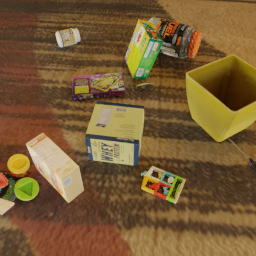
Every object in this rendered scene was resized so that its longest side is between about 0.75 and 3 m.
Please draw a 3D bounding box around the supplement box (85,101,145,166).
[{"bbox_3d":[-0.419,0.170,10.268,1.880,1.262,1.878,6,48,6],"label":"supplement box"}]

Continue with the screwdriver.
[{"bbox_3d":[4.333,1.010,10.217,0.267,0.256,1.832,5,38,-39],"label":"screwdriver"}]

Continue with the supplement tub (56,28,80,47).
[{"bbox_3d":[-3.235,-4.899,15.149,1.148,0.831,0.831,-21,51,-18],"label":"supplement tub"}]

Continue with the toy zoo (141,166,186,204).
[{"bbox_3d":[1.104,1.859,9.499,1.459,0.149,0.957,20,51,17],"label":"toy zoo"}]

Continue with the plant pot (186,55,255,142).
[{"bbox_3d":[3.743,-0.974,10.701,2.461,2.170,2.460,-24,52,-20],"label":"plant pot"}]

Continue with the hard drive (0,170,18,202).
[{"bbox_3d":[-4.133,1.982,9.345,1.137,0.215,0.794,27,53,22],"label":"hard drive"}]

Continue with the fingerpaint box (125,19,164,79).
[{"bbox_3d":[0.694,-3.654,13.118,0.770,2.100,1.752,4,44,-24],"label":"fingerpaint box"}]

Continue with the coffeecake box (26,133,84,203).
[{"bbox_3d":[-2.356,1.288,9.130,0.692,1.454,1.894,-37,57,-28],"label":"coffeecake box"}]

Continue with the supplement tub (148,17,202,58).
[{"bbox_3d":[2.255,-4.549,14.295,2.672,1.637,1.637,21,51,18],"label":"supplement tub"}]

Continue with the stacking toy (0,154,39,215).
[{"bbox_3d":[-3.872,1.906,9.164,1.755,0.741,1.589,-29,77,-35],"label":"stacking toy"}]

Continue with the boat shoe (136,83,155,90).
[{"bbox_3d":[0.791,-1.960,12.880,0.846,0.303,0.322,-3,36,-3],"label":"boat shoe"}]

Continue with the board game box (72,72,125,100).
[{"bbox_3d":[-1.364,-1.935,12.790,2.341,0.378,1.405,-6,51,-4],"label":"board game box"}]
